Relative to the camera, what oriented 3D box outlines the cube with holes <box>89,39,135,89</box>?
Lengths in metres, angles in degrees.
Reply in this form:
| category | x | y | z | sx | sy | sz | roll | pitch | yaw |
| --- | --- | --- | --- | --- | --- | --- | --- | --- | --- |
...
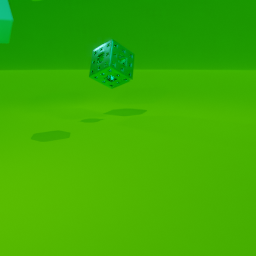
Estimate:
| category | x | y | z | sx | sy | sz | roll | pitch | yaw |
| --- | --- | --- | --- | --- | --- | --- | --- | --- | --- |
| cube with holes | -0.578 | -2.287 | 10.232 | 1.125 | 1.125 | 1.125 | -15 | -28 | 43 |

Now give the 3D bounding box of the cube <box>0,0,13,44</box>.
| category | x | y | z | sx | sy | sz | roll | pitch | yaw |
| --- | --- | --- | --- | --- | --- | --- | --- | --- | --- |
| cube | -2.891 | -2.293 | 5.821 | 0.739 | 0.739 | 0.739 | -9 | -20 | -34 |
